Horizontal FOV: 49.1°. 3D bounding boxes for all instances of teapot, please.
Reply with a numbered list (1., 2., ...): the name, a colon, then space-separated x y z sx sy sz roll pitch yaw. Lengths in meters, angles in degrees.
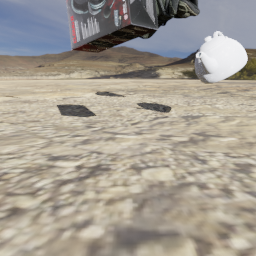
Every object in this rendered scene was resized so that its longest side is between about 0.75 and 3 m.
1. teapot: 2.310 -1.912 7.317 1.418 1.050 1.437 -33 14 0

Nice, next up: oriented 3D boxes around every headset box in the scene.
1. headset box: -0.375 -1.972 4.474 1.643 1.223 0.635 -2 4 45

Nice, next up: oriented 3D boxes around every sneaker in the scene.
1. sneaker: 1.184 -3.667 8.863 1.104 1.655 2.889 -7 -27 -35
